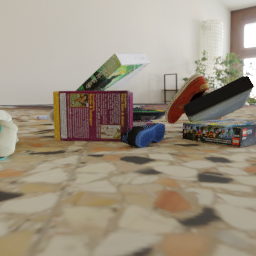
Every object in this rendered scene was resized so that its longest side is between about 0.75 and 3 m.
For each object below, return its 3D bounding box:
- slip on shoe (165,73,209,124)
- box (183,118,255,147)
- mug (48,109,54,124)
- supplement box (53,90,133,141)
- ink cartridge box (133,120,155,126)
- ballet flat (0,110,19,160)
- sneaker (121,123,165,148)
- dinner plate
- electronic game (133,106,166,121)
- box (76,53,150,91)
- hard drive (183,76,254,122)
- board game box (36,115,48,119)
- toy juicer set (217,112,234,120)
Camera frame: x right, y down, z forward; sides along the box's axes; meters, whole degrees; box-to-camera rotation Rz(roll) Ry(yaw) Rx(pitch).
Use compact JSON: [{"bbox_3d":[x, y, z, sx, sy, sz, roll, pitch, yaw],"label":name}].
[{"bbox_3d":[1.905,-0.807,9.273,0.822,0.679,2.220,-16,-28,-36],"label":"slip on shoe"},{"bbox_3d":[3.155,0.067,8.201,2.657,0.501,1.815,-5,8,-38],"label":"box"},{"bbox_3d":[-3.068,-0.399,12.517,0.700,0.874,0.718,-32,-2,-1],"label":"mug"},{"bbox_3d":[-0.963,-0.390,8.185,2.172,1.422,1.121,2,6,6],"label":"supplement box"},{"bbox_3d":[0.295,-0.145,10.719,1.187,0.418,1.990,0,5,-4],"label":"ink cartridge box"},{"bbox_3d":[-3.001,0.036,6.516,1.000,1.000,2.879,-3,7,-27],"label":"ballet flat"},{"bbox_3d":[0.439,0.131,7.416,0.624,0.562,1.603,13,13,30],"label":"sneaker"},{"bbox_3d":[4.084,-1.366,11.692,2.005,0.243,2.005,17,13,-4],"label":"dinner plate"},{"bbox_3d":[0.288,-0.598,10.839,2.407,0.501,2.407,1,7,0],"label":"electronic game"},{"bbox_3d":[-0.761,-1.664,10.263,2.897,0.526,2.091,-37,-7,33],"label":"box"},{"bbox_3d":[2.845,-0.694,8.944,1.937,0.456,2.776,-27,-13,13],"label":"hard drive"},{"bbox_3d":[-4.639,-0.598,15.632,0.781,0.161,0.779,-4,7,-28],"label":"board game box"},{"bbox_3d":[4.526,-0.676,14.636,2.639,0.718,1.679,-7,-9,-18],"label":"toy juicer set"}]
